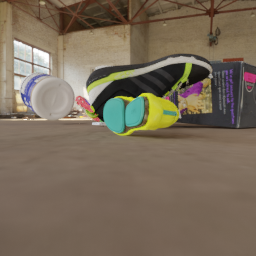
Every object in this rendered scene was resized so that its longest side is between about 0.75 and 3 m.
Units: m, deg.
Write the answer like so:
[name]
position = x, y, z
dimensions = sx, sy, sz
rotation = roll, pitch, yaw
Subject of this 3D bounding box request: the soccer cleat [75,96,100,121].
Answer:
[soccer cleat]
position = -1.465, -0.766, 10.619
dimensions = 1.259, 0.420, 0.481
rotation = 41, 21, -12

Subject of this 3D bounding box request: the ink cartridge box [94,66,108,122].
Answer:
[ink cartridge box]
position = -0.361, -1.039, 9.233
dimensions = 1.365, 1.870, 0.786
rotation = 1, 40, 12

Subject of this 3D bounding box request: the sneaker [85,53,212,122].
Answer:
[sneaker]
position = 0.492, -0.739, 6.120
dimensions = 2.890, 1.197, 1.036
rotation = -12, -17, -5

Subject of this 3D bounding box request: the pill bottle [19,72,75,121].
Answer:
[pill bottle]
position = -3.480, -1.412, 11.531
dimensions = 1.667, 1.667, 2.785
rotation = -1, 16, -34

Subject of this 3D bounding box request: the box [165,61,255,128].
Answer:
[box]
position = 2.066, -0.906, 7.857
dimensions = 2.978, 1.580, 1.821
rotation = 8, 8, 43

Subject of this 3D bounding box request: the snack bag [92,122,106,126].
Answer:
[snack bag]
position = -0.591, -0.120, 8.811
dimensions = 0.918, 0.098, 0.866
rotation = 1, 0, -23

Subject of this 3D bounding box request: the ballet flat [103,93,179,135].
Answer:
[ballet flat]
position = 0.140, -0.171, 3.879
dimensions = 0.573, 0.571, 1.710
rotation = 2, 0, -20
